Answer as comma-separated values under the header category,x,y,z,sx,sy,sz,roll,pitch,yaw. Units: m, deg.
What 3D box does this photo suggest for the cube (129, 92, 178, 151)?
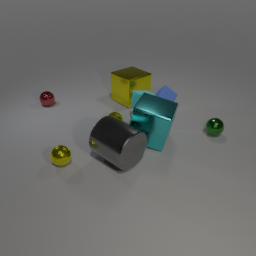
category,x,y,z,sx,sy,sz,roll,pitch,yaw
cube,0.904,-0.257,10.329,1.400,1.400,1.400,19,34,9

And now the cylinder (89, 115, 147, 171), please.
category,x,y,z,sx,sy,sz,roll,pitch,yaw
cylinder,-0.325,0.471,9.235,1.400,1.400,1.400,28,41,31

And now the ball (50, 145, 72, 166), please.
category,x,y,z,sx,sy,sz,roll,pitch,yaw
ball,-2.231,0.907,9.304,0.700,0.700,0.700,0,31,0

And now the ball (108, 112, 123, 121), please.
category,x,y,z,sx,sy,sz,roll,pitch,yaw
ball,-0.534,-0.308,11.295,0.700,0.700,0.700,0,31,0

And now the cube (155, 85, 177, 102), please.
category,x,y,z,sx,sy,sz,roll,pitch,yaw
cube,1.572,-1.292,12.146,0.700,0.700,0.700,37,64,-11

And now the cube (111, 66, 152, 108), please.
category,x,y,z,sx,sy,sz,roll,pitch,yaw
cube,0.135,-1.986,13.423,1.400,1.400,1.400,-24,39,-34

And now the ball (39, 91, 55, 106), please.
category,x,y,z,sx,sy,sz,roll,pitch,yaw
ball,-3.782,-1.374,13.100,0.700,0.700,0.700,0,31,0

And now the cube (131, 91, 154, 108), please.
category,x,y,z,sx,sy,sz,roll,pitch,yaw
cube,0.612,-1.116,11.532,0.700,0.700,0.700,-4,23,-27

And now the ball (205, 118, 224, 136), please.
category,x,y,z,sx,sy,sz,roll,pitch,yaw
ball,3.372,-0.049,10.876,0.700,0.700,0.700,0,31,0
